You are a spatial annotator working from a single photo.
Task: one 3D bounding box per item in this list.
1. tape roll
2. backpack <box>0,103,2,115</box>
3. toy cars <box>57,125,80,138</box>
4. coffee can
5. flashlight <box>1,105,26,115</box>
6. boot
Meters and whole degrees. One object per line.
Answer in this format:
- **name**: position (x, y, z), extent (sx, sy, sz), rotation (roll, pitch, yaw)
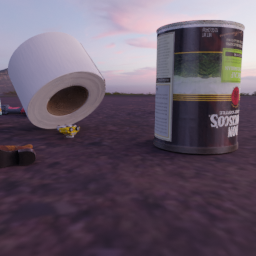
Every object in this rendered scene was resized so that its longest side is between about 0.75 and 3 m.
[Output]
- **tape roll**: position (-2.151, -1.397, 8.573), extent (2.502, 2.502, 1.718), rotation (-8, 55, -43)
- **backpack**: position (-5.498, -0.888, 9.417), extent (2.259, 1.732, 1.986), rotation (-1, 3, -32)
- **toy cars**: position (-1.636, 0.082, 7.658), extent (0.580, 0.286, 1.294), rotation (-2, 5, -18)
- **coffee can**: position (1.502, -0.857, 6.158), extent (1.851, 2.530, 1.851), rotation (0, 8, 0)
- **flashlight**: position (-5.328, -0.928, 13.497), extent (1.680, 0.571, 0.569), rotation (2, 10, 10)
- **boot**: position (-2.239, 0.400, 5.068), extent (1.060, 0.386, 1.126), rotation (-4, 9, -24)
